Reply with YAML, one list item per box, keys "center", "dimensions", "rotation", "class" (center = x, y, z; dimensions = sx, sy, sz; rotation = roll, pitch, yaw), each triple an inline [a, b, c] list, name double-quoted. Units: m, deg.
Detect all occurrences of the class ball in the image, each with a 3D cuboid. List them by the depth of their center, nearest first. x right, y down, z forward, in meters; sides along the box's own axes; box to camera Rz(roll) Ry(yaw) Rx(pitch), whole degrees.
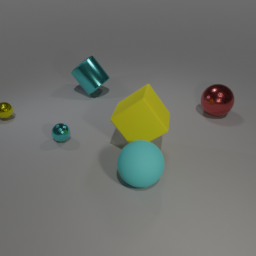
- center: [0.381, 1.063, 8.361]
  dimensions: [1.400, 1.400, 1.400]
  rotation: [0, 31, 0]
  class: "ball"
- center: [-2.521, 0.163, 10.527]
  dimensions: [0.700, 0.700, 0.700]
  rotation: [0, 31, 0]
  class: "ball"
- center: [-5.241, -0.755, 11.886]
  dimensions: [0.700, 0.700, 0.700]
  rotation: [0, 31, 0]
  class: "ball"
- center: [3.857, -1.197, 12.099]
  dimensions: [1.400, 1.400, 1.400]
  rotation: [0, 31, 0]
  class: "ball"

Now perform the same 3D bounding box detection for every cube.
- center: [0.465, -0.400, 9.611]
  dimensions: [1.400, 1.400, 1.400]
  rotation: [-30, 18, 24]
  class: "cube"

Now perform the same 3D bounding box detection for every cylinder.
- center: [-1.848, -2.596, 13.854]
  dimensions: [1.400, 1.400, 1.400]
  rotation: [-37, 12, 9]
  class: "cylinder"
